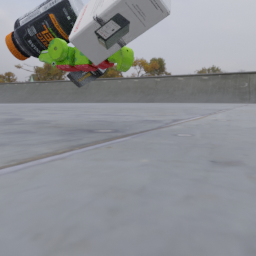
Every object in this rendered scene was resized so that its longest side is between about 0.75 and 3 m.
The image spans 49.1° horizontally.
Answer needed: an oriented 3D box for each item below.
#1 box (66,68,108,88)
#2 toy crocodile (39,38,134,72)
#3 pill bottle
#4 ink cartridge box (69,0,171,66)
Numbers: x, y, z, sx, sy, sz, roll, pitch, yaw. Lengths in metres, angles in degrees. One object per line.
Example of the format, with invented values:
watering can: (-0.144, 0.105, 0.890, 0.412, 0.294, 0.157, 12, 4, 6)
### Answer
box: (-0.761, -2.781, 9.654, 0.684, 2.830, 2.241, 41, -20, -19)
toy crocodile: (-1.150, -1.840, 7.327, 2.898, 0.895, 0.978, 3, 0, 28)
pill bottle: (-2.757, -3.349, 9.513, 2.834, 1.505, 1.505, -24, -1, 17)
ink cartridge box: (-0.126, -2.087, 4.969, 1.710, 1.244, 0.719, -25, -50, 34)
